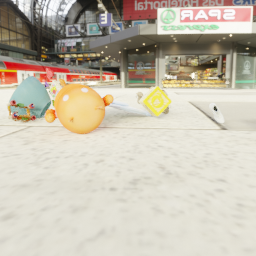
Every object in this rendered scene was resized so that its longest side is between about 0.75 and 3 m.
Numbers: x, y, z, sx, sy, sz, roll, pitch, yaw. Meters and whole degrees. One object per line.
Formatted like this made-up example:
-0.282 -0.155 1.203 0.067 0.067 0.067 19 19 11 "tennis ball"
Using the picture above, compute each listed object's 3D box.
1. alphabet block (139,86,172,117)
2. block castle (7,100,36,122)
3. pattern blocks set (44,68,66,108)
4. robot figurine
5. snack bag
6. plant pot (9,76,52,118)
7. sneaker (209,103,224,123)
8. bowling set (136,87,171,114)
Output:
1.009 -0.991 10.515 0.832 0.827 0.847 43 -2 -9 "alphabet block"
-3.650 -0.577 9.687 0.454 0.647 0.969 -16 -13 28 "block castle"
-2.733 -1.323 10.954 1.787 1.571 0.145 42 46 21 "pattern blocks set"
-1.424 -0.612 8.238 1.702 1.380 2.367 20 6 -21 "robot figurine"
-0.608 -1.002 11.090 2.622 0.281 2.472 20 7 32 "snack bag"
-3.681 -1.035 10.946 1.120 1.662 1.662 33 10 -2 "plant pot"
3.036 -0.483 9.547 0.296 0.795 0.346 -35 7 9 "sneaker"
1.248 -1.455 12.278 1.656 1.152 0.889 20 -28 14 "bowling set"
